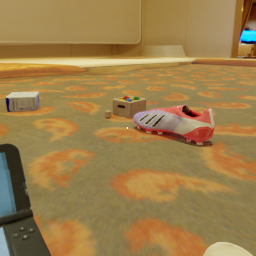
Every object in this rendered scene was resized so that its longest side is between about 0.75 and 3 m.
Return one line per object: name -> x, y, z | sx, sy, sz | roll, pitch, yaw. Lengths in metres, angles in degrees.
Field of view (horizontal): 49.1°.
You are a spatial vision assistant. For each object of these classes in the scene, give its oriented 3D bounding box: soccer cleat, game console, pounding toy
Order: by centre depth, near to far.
game console -> -2.304, 1.204, 3.615 | 2.149, 1.272, 1.834 | -11, 20, -29
soccer cleat -> 1.345, -0.301, 8.672 | 2.809, 1.074, 0.937 | 16, 24, 40
pounding toy -> -0.294, -0.871, 11.055 | 1.379, 0.718, 1.570 | 16, 23, 40

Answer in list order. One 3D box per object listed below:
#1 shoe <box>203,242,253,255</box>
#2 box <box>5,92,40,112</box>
shoe -> 1.337, 1.869, 2.348 | 0.981, 0.749, 2.807 | -1, 18, -4
box -> -4.504, -1.145, 12.064 | 1.193, 0.626, 1.098 | -2, 18, -8
